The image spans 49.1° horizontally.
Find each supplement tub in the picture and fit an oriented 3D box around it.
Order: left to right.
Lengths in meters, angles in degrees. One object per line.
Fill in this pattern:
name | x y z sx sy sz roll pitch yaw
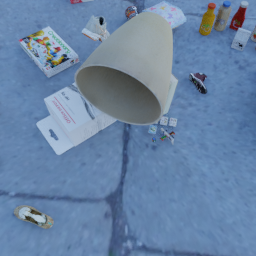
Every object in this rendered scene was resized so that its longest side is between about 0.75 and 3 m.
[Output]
supplement tub | 0.267 -4.315 11.111 0.561 0.561 1.048 -14 59 -9

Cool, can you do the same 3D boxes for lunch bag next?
lunch bag | 1.387 -4.172 10.837 1.162 0.871 1.370 -32 51 -18

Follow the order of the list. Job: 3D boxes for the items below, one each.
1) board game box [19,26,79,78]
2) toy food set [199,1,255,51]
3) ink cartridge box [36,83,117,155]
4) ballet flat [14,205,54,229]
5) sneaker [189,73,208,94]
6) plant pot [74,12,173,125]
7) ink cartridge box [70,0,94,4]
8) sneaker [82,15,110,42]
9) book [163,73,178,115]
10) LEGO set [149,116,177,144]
board game box | -2.915 -2.832 10.289 1.304 0.357 2.065 -35 64 -21
toy food set | 4.181 -3.887 10.448 2.701 1.215 1.289 27 62 16
ink cartridge box | -1.437 -0.534 8.550 2.609 0.870 1.511 -33 64 -19
ballet flat | -2.430 2.216 7.117 1.133 0.370 0.399 15 63 10
sneaker | 2.546 -1.591 9.527 0.553 0.362 0.957 -22 59 -16
plant pot | 0.227 -1.719 7.217 2.305 2.305 2.461 20 66 12
ink cartridge box | -2.030 -6.057 11.677 1.039 1.440 0.603 -13 59 -8
sneaker | -0.893 -3.310 9.338 0.622 0.756 1.644 33 20 5
book | 0.995 -1.222 8.618 0.355 1.478 0.987 -23 60 -18
LEGO set | 1.050 0.080 8.612 0.803 0.264 1.075 11 47 7
